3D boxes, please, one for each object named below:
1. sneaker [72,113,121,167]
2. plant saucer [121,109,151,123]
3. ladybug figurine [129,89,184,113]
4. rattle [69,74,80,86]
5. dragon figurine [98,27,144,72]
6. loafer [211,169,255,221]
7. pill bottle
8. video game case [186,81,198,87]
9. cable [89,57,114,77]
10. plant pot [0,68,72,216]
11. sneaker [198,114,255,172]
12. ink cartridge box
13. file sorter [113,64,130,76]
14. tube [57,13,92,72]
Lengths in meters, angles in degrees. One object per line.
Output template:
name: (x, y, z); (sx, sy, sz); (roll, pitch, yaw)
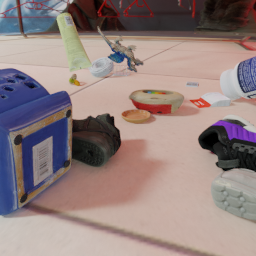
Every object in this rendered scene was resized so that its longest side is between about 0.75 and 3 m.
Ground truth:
sneaker: (-1.250, 0.104, 7.122); (2.506, 0.958, 1.436); (15, 26, 25)
plant saucer: (0.257, -0.376, 9.156); (0.967, 0.181, 0.967); (0, 22, 0)
ladybug figurine: (0.968, -0.924, 9.729); (1.912, 0.688, 1.298); (5, 19, 9)
rattle: (-2.439, -2.262, 13.419); (0.614, 0.559, 0.859); (14, -1, 5)
dragon figurine: (-0.319, -2.653, 9.773); (2.010, 0.592, 0.999); (26, -19, -9)
loafer: (2.628, 1.247, 4.476); (2.578, 0.901, 0.900); (21, 38, 40)
pill bottle: (4.736, -1.864, 10.073); (1.462, 1.462, 2.527); (-21, 4, -39)
video game case: (3.029, -2.064, 13.226); (0.544, 0.068, 0.759); (7, 24, 14)
cable: (-1.408, -3.239, 14.865); (1.330, 0.461, 1.330); (19, 59, 35)
plant pot: (-2.320, 0.226, 5.419); (1.959, 2.180, 2.179); (18, 28, 21)
sneaker: (2.641, 0.612, 6.041); (1.419, 0.992, 2.853); (-18, 25, -22)
ink cartridge box: (3.093, -1.077, 10.658); (1.237, 0.353, 1.005); (-1, 23, -12)
file sorter: (-0.347, -3.143, 15.180); (0.826, 0.514, 0.573); (7, 24, 18)
tube: (-1.738, -2.641, 8.704); (0.542, 1.866, 0.484); (-27, -13, 30)
